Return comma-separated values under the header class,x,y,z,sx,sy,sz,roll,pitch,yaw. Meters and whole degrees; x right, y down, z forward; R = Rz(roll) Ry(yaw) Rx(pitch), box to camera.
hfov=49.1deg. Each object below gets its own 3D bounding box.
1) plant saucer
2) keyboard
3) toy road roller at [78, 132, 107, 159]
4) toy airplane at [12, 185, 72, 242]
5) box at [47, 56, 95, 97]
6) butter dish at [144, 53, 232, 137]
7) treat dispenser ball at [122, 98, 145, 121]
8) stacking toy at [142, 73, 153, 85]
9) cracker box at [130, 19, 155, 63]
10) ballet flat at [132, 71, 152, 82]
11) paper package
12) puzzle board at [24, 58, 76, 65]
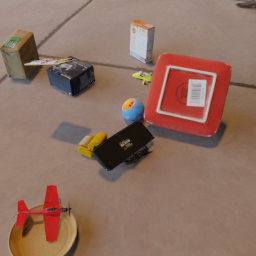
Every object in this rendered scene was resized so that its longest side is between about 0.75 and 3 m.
class,x,y,z,sx,sy,sz,roll,pitch,yaw
plant saucer,-2.446,3.124,8.183,1.939,0.343,1.939,-1,43,1
keyboard,-0.083,0.789,10.346,2.606,0.516,1.356,-32,79,-37
toy road roller,-1.199,0.572,10.405,1.314,0.960,0.808,19,47,19
toy airplane,-2.597,2.496,8.414,1.778,0.327,1.778,3,56,-4
box,-2.760,-2.572,13.698,1.618,0.966,1.645,28,52,26
butter dish,2.451,-1.263,11.623,2.952,2.188,2.960,13,89,14
treat dispenser ball,0.225,-0.772,11.832,0.963,0.963,0.963,0,44,0
stacking toy,1.346,-2.419,14.035,0.883,0.275,1.171,18,46,18
cracker box,0.748,-4.680,15.155,0.568,1.968,1.318,-30,52,-30
ballet flat,0.745,-2.662,14.205,1.142,0.383,0.382,24,49,23
paper package,-5.445,-3.734,14.257,1.003,1.848,1.939,7,45,6
puzzle board,-2.712,-2.336,9.834,1.442,0.125,1.087,3,20,21
